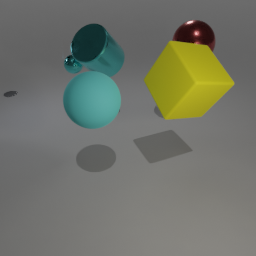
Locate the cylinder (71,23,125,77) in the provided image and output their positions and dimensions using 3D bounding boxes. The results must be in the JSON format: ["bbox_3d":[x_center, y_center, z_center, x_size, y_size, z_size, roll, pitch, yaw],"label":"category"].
[{"bbox_3d":[-1.015,-2.616,9.676,1.400,1.400,1.400,17,-5,26],"label":"cylinder"}]

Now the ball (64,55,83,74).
[{"bbox_3d":[-2.009,-2.351,10.321,0.700,0.700,0.700,0,31,0],"label":"ball"}]

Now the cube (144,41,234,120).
[{"bbox_3d":[1.518,-1.202,7.259,1.400,1.400,1.400,-5,58,-34],"label":"cube"}]

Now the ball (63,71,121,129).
[{"bbox_3d":[-0.874,-0.678,6.861,1.400,1.400,1.400,0,31,0],"label":"ball"}]

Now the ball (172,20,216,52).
[{"bbox_3d":[2.159,-2.814,9.237,1.400,1.400,1.400,0,31,0],"label":"ball"}]
